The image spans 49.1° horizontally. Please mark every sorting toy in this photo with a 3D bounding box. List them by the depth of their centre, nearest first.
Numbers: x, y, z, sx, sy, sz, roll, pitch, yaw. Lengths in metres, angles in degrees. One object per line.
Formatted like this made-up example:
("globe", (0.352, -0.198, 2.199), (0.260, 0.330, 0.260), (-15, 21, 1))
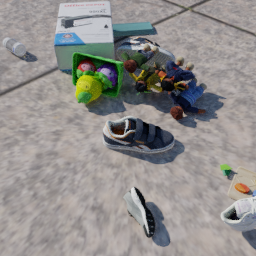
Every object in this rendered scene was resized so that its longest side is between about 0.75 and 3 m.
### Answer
("sorting toy", (2.671, 1.290, 6.501), (1.260, 0.185, 0.931), (24, 51, 20))

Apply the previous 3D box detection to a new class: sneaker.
("sneaker", (2.420, 1.525, 5.148), (0.738, 1.482, 0.555), (29, 38, -34))
("sneaker", (0.235, 1.808, 5.920), (0.431, 0.402, 1.087), (-35, 55, 12))
("sneaker", (0.290, 0.164, 7.212), (1.899, 0.754, 0.745), (1, 45, -1))
("sneaker", (0.707, -2.725, 9.900), (2.153, 0.844, 0.855), (16, 54, 17))

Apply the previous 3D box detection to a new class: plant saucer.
("plant saucer", (-0.119, -4.142, 11.716), (2.372, 0.225, 0.829), (-7, 46, -5))

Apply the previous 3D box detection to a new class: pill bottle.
("pill bottle", (-4.257, -3.045, 10.460), (0.859, 0.489, 0.489), (31, 54, 26))

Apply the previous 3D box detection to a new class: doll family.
("doll family", (1.072, -1.384, 8.441), (2.948, 1.157, 1.704), (25, 46, 19))

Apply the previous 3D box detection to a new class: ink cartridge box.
("ink cartridge box", (-1.528, -3.415, 10.224), (1.976, 1.151, 2.732), (-4, 51, -3))

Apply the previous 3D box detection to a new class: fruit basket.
("fruit basket", (-1.064, -1.525, 8.608), (1.772, 1.278, 1.772), (6, 30, -3))
